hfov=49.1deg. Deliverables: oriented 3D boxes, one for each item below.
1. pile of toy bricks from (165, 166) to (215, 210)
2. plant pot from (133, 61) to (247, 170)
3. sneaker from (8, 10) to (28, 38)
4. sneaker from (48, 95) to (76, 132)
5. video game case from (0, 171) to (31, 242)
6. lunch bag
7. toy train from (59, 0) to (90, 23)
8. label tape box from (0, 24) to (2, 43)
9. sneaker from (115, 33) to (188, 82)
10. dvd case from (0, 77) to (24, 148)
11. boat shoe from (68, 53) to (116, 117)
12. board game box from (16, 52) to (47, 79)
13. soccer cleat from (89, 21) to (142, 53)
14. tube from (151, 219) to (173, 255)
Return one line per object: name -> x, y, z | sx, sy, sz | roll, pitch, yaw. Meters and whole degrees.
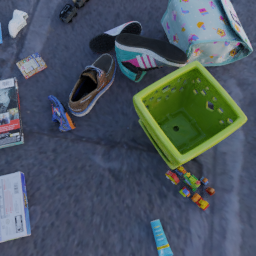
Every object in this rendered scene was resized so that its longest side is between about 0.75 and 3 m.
pile of toy bricks -> 2.010, 1.720, 8.691 | 1.613, 0.796, 0.895 | 43, 75, 14
plant pot -> 1.692, -0.198, 8.668 | 2.377, 2.168, 2.389 | -31, 73, -10
sneaker -> -4.325, -4.111, 11.025 | 0.515, 0.452, 1.285 | 8, 69, 0
sneaker -> -2.413, -0.510, 9.660 | 0.593, 0.570, 1.512 | -32, 71, -6
video game case -> -4.016, 2.499, 8.590 | 1.767, 0.443, 1.950 | -12, 70, -4
lunch bag -> 2.976, -3.594, 10.182 | 2.841, 1.733, 2.420 | -8, 67, -14
toy train -> -1.941, -5.358, 11.504 | 0.616, 0.459, 2.689 | 26, 72, 22
label tape box -> -5.508, -3.411, 10.763 | 1.413, 0.467, 1.013 | -12, 71, -7
sneaker -> 0.699, -2.223, 9.746 | 2.486, 1.501, 1.040 | 18, 53, 6
dvd case -> -4.695, -0.474, 9.775 | 1.866, 0.281, 2.557 | -13, 71, -5
boat shoe -> -1.187, -1.660, 9.840 | 0.964, 0.966, 2.668 | 23, 72, 8
board game box -> -3.613, -2.356, 10.500 | 0.907, 0.210, 0.687 | -33, 73, -11
soccer cleat -> -0.484, -3.485, 10.743 | 2.116, 0.774, 0.722 | -22, 113, 8
tube -> 0.975, 3.324, 8.416 | 0.421, 0.274, 1.088 | -20, 75, 6
